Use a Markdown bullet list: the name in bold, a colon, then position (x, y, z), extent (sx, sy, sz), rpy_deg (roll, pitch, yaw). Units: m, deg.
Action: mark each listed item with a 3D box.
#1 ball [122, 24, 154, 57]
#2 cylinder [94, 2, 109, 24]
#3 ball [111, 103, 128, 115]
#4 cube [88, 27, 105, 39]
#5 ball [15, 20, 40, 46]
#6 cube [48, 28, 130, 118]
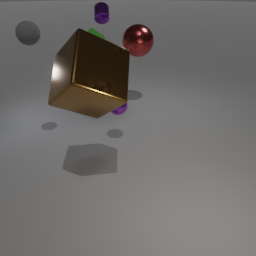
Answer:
- **ball**: position (0.445, -3.872, 12.434), extent (1.400, 1.400, 1.400), rpy_deg (0, 28, 0)
- **cylinder**: position (-1.235, -5.381, 13.136), extent (0.700, 0.700, 0.700), rpy_deg (-2, 67, -4)
- **ball**: position (-0.359, -0.812, 10.064), extent (0.700, 0.700, 0.700), rpy_deg (0, 28, 0)
- **cube**: position (-1.404, -3.567, 11.614), extent (0.700, 0.700, 0.700), rpy_deg (36, -6, 11)
- **ball**: position (-2.949, -2.797, 8.260), extent (0.700, 0.700, 0.700), rpy_deg (0, 28, 0)
- **cube**: position (-0.928, -1.205, 6.703), extent (1.400, 1.400, 1.400), rpy_deg (15, -22, -32)
